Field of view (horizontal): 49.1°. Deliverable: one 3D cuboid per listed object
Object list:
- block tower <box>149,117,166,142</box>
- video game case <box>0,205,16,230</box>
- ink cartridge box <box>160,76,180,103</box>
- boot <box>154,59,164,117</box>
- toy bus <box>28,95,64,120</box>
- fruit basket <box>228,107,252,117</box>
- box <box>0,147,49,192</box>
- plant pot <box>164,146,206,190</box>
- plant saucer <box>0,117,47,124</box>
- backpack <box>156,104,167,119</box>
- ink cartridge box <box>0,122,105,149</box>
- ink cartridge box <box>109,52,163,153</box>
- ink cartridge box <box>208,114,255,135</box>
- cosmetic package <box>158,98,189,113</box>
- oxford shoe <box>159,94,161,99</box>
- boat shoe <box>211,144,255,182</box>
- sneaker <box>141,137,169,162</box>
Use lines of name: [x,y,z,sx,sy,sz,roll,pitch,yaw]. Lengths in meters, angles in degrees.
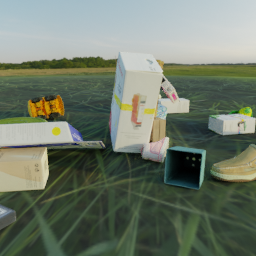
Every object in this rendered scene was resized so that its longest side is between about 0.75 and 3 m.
block tower: [0.265,-0.191,10.028,0.731,0.783,2.708,-4,13,-28]
video game case: [-3.177,1.558,3.955,1.744,0.232,2.441,8,17,30]
ink cartridge box: [1.208,-1.142,8.424,0.267,0.681,1.439,-40,-18,9]
boot: [0.828,-1.382,9.595,0.606,1.831,1.604,6,12,12]
toy bus: [-3.877,-0.867,12.631,1.514,1.027,1.453,-15,7,-39]
fruit basket: [4.532,-0.429,11.047,1.018,0.734,1.018,-4,-1,0]
box: [-2.592,0.863,5.818,1.723,0.670,0.818,-2,16,-9]
plant pot: [1.331,0.784,6.176,0.749,0.748,1.060,6,8,24]
plant saucer: [-4.023,-0.046,10.272,2.482,0.386,2.482,0,14,0]
backpack: [1.045,-0.527,11.382,1.247,0.959,1.018,6,17,-46]
ink cartridge box: [-1.927,0.242,7.062,2.623,0.616,2.592,-4,-7,-4]
ink cartridge box: [0.121,-0.746,7.822,0.986,2.364,1.716,4,29,-11]
ink cartridge box: [3.799,-0.147,10.277,1.334,0.560,0.966,-4,14,-14]
cosmetic package: [2.207,-1.140,14.179,1.562,0.663,0.840,-4,15,-14]
oxford shoe: [0.788,-1.293,15.121,2.124,0.613,0.799,-13,16,13]
boat shoe: [2.740,0.720,6.299,1.947,0.741,0.698,-5,14,-20]
sneaker: [0.733,0.537,7.610,0.672,0.484,1.285,6,17,16]
